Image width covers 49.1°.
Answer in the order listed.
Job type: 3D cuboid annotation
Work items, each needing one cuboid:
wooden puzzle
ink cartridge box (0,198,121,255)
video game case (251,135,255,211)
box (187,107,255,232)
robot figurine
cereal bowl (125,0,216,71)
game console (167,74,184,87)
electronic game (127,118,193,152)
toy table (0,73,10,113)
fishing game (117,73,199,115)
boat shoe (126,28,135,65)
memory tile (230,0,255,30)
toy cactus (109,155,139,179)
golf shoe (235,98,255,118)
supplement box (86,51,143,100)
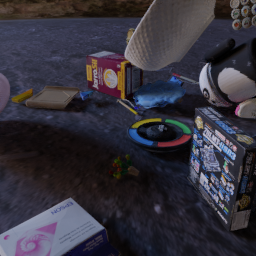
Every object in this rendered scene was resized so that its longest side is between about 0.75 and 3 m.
[{"bbox_3d":[-2.838,-1.154,10.703,2.668,0.312,1.800,8,32,16],"label":"wooden puzzle"},{"bbox_3d":[-1.123,1.874,4.482,1.449,0.320,1.476,-22,32,-38],"label":"ink cartridge box"},{"bbox_3d":[2.906,0.822,6.049,1.966,0.186,1.404,-14,58,-24],"label":"video game case"},{"bbox_3d":[1.716,0.690,5.280,0.430,1.718,1.731,-5,26,-13],"label":"box"},{"bbox_3d":[3.800,-1.813,9.394,1.818,2.189,2.914,-13,-9,-42],"label":"robot figurine"},{"bbox_3d":[1.270,-2.625,7.195,1.244,2.986,2.986,39,32,0],"label":"cereal bowl"},{"bbox_3d":[1.521,-1.677,11.248,1.025,0.711,1.201,-4,26,-14],"label":"game console"},{"bbox_3d":[0.890,0.145,7.905,1.853,0.386,1.853,0,26,0],"label":"electronic game"},{"bbox_3d":[-5.058,-1.010,8.169,1.709,2.683,2.919,19,7,4],"label":"toy table"},{"bbox_3d":[1.187,-1.225,10.459,2.853,0.444,2.043,-29,36,-21],"label":"fishing game"},{"bbox_3d":[0.186,-2.839,9.793,0.479,1.312,0.413,-6,3,40],"label":"boat shoe"},{"bbox_3d":[3.317,-3.157,7.519,0.098,0.892,1.164,-21,20,-36],"label":"memory tile"},{"bbox_3d":[-0.056,0.935,6.450,0.633,0.392,0.767,27,30,11],"label":"toy cactus"},{"bbox_3d":[4.405,-0.575,9.113,1.760,0.663,0.805,-7,30,-12],"label":"golf shoe"},{"bbox_3d":[-0.553,-2.217,11.484,2.249,1.472,1.160,21,33,38],"label":"supplement box"}]
